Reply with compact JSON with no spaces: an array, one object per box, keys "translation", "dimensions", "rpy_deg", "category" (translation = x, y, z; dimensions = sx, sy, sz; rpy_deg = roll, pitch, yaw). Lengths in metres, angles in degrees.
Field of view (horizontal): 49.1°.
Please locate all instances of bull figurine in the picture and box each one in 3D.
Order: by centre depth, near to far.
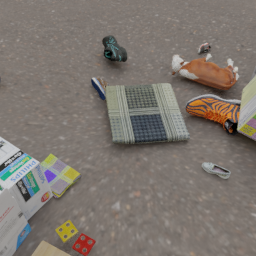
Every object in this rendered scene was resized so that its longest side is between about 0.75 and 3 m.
[{"translation":[3.264,-2.447,11.832],"dimensions":[2.880,0.938,1.748],"rpy_deg":[32,53,28],"category":"bull figurine"}]

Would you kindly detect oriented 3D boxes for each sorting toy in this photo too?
[{"translation":[-1.768,3.379,6.432],"dimensions":[1.203,0.422,2.495],"rpy_deg":[19,49,18],"category":"sorting toy"}]

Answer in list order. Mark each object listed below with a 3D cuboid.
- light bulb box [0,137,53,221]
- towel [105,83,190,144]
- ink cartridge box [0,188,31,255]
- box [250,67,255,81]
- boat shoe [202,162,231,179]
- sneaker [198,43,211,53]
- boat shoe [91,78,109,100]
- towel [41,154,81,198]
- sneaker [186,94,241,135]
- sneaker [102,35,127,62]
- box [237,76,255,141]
[{"translation":[-3.114,1.366,7.567],"dimensions":[1.649,1.635,1.029],"rpy_deg":[26,52,25],"category":"light bulb box"},{"translation":[0.605,-0.568,10.219],"dimensions":[2.720,0.488,2.825],"rpy_deg":[-4,50,-7],"category":"towel"},{"translation":[-3.101,2.227,6.401],"dimensions":[0.697,2.089,1.210],"rpy_deg":[19,48,19],"category":"ink cartridge box"},{"translation":[5.788,-2.293,11.627],"dimensions":[1.402,1.012,0.255],"rpy_deg":[-14,49,-14],"category":"box"},{"translation":[2.711,1.265,8.625],"dimensions":[0.870,0.279,0.321],"rpy_deg":[27,51,24],"category":"boat shoe"},{"translation":[3.768,-3.870,13.670],"dimensions":[0.378,0.356,0.924],"rpy_deg":[36,56,22],"category":"sneaker"},{"translation":[-1.020,-1.663,11.357],"dimensions":[0.521,0.520,1.439],"rpy_deg":[-18,48,-19],"category":"boat shoe"},{"translation":[-2.232,1.426,8.549],"dimensions":[1.432,0.163,1.028],"rpy_deg":[30,53,26],"category":"towel"},{"translation":[3.230,-0.453,9.901],"dimensions":[2.292,0.889,1.284],"rpy_deg":[2,44,2],"category":"sneaker"},{"translation":[-0.798,-3.654,12.852],"dimensions":[0.808,0.769,2.040],"rpy_deg":[-19,45,-22],"category":"sneaker"},{"translation":[4.991,-0.522,9.342],"dimensions":[2.094,1.151,2.381],"rpy_deg":[29,49,0],"category":"box"}]
